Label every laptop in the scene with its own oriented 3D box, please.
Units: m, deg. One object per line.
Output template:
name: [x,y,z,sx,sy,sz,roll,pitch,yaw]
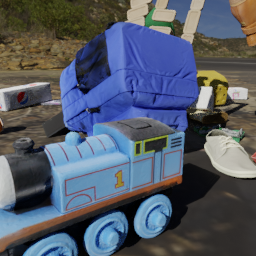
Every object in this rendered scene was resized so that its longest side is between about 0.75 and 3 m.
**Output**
laptop: [-1.629,-0.026,8.806,1.731,1.003,1.621,-33,23,-11]

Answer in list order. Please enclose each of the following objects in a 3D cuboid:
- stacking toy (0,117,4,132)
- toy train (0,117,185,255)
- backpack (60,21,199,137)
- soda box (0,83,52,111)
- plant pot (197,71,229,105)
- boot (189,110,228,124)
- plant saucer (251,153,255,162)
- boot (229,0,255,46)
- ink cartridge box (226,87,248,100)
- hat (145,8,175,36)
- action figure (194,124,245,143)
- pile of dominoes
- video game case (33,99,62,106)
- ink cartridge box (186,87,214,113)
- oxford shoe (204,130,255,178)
stacking toy: [-4.083,0.022,7.815,0.757,0.757,1.036,6,34,23]
toy train: [-0.431,0.690,3.278,2.499,1.428,1.083,-10,17,-34]
backpack: [-0.252,-0.682,6.382,2.376,2.453,2.924,7,-14,-38]
soda box: [-4.675,-1.452,12.531,0.884,0.827,2.597,7,19,31]
plant pot: [3.686,-1.705,12.764,1.499,1.489,1.533,-5,25,-20]
boot: [2.786,-0.402,9.689,1.106,0.403,0.860,-9,15,-22]
plant saucer: [3.289,0.667,5.869,1.080,0.198,1.078,11,18,38]
boot: [3.136,-3.011,6.565,2.067,1.599,0.762,-37,21,-19]
ink cartridge box: [5.503,-1.840,14.872,1.344,0.569,0.971,1,14,-2]
hat: [0.702,-3.731,10.477,1.695,1.595,1.925,-25,4,6]
action figure: [2.462,0.104,7.819,1.337,0.366,0.790,6,18,35]
pile of dominoes: [0.969,-3.017,7.528,2.119,2.719,0.433,16,-2,28]
video game case: [-3.789,-1.224,13.355,1.297,0.123,0.926,-3,16,-12]
ink cartridge box: [2.198,-1.047,10.563,1.964,0.825,1.433,5,-3,20]
oxford shoe: [2.081,0.487,5.863,0.733,0.563,1.950,2,16,-3]
